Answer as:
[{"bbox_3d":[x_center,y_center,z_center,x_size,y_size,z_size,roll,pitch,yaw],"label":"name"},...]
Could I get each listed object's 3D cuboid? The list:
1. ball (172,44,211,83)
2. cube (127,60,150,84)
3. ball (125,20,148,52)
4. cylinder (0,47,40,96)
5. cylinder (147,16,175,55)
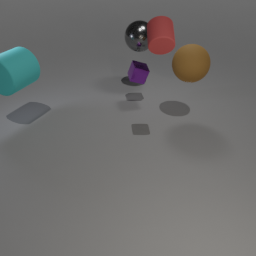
[{"bbox_3d":[2.337,-2.392,10.401,1.400,1.400,1.400,0,31,0],"label":"ball"},{"bbox_3d":[0.455,-2.458,12.371,0.700,0.700,0.700,9,39,-20],"label":"cube"},{"bbox_3d":[0.537,-4.272,13.059,1.400,1.400,1.400,0,31,0],"label":"ball"},{"bbox_3d":[-4.199,-2.079,10.217,1.400,1.400,1.400,13,36,21],"label":"cylinder"},{"bbox_3d":[0.850,-2.396,7.269,0.700,0.700,0.700,-1,67,-1],"label":"cylinder"}]
